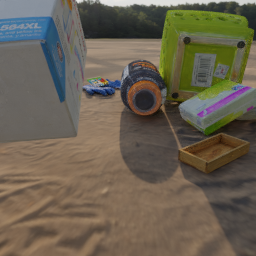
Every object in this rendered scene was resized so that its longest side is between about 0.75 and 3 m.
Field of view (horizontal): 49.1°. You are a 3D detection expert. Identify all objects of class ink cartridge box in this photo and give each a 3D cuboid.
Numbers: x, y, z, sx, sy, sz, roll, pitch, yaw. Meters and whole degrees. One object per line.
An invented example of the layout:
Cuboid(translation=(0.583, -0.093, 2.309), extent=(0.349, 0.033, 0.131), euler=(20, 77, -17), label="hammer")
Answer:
Cuboid(translation=(-1.631, -1.289, 4.382), extent=(1.627, 1.670, 2.598), euler=(-4, 48, 2), label="ink cartridge box")

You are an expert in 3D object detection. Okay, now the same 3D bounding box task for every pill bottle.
Cuboid(translation=(0.470, -1.293, 9.044), extent=(1.432, 1.432, 2.696), euler=(0, 23, -1), label="pill bottle")

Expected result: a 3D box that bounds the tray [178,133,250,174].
Cuboid(translation=(1.861, 0.501, 5.996), extent=(1.498, 0.277, 0.739), euler=(-15, 25, -36), label="tray")

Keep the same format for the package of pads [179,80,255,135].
Cuboid(translation=(2.433, -0.636, 7.694), extent=(1.756, 0.599, 1.357), euler=(-29, 26, -7), label="package of pads")

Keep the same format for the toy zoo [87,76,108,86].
Cuboid(translation=(-1.299, -2.012, 12.192), extent=(0.654, 0.102, 0.998), euler=(-17, 33, -28), label="toy zoo")

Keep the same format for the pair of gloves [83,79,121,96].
Cuboid(translation=(-0.927, -1.764, 11.895), extent=(1.864, 0.264, 2.319), euler=(17, 26, 38), label="pair of gloves")

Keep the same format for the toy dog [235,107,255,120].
Cuboid(translation=(4.529, -1.022, 7.965), extent=(2.928, 1.410, 1.931), euler=(0, -13, -10), label="toy dog")

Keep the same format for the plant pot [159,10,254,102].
Cuboid(translation=(2.601, -2.409, 9.902), extent=(2.959, 2.974, 2.698), euler=(7, 28, 5), label="plant pot")
